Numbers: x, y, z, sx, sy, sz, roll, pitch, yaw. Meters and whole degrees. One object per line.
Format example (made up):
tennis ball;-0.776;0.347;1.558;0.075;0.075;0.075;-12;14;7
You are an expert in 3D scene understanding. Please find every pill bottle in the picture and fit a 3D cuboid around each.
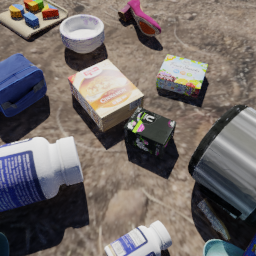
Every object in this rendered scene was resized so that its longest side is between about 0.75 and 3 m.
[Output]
pill bottle;0.278;2.958;6.861;1.508;0.902;0.902;-25;58;-17
pill bottle;-2.782;1.198;7.620;2.899;1.735;1.735;-13;55;-9

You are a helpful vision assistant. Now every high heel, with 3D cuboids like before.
high heel;0.816;-5.110;12.632;1.324;0.928;2.754;-40;59;-13

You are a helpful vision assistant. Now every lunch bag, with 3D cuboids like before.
lunch bag;-3.938;-1.409;9.699;1.378;1.415;2.083;36;62;23

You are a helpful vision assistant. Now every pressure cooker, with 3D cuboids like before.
pressure cooker;3.334;1.102;7.162;2.552;2.591;2.901;-36;61;-27

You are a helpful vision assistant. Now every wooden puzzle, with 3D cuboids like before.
wooden puzzle;-4.437;-5.356;13.077;2.313;0.578;2.497;35;61;22

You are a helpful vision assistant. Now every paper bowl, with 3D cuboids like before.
paper bowl;-1.886;-3.875;11.776;1.814;0.943;1.814;0;54;0

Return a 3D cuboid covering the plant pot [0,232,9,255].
plant pot;-3.750;3.088;6.498;1.179;1.469;1.469;4;54;15

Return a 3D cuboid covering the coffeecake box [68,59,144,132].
coffeecake box;-0.794;-1.215;9.928;1.730;0.823;2.253;-30;60;-20

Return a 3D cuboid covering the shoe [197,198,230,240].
shoe;2.302;2.484;7.549;0.321;0.421;1.204;-29;53;0

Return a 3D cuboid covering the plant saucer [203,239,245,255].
plant saucer;2.623;3.495;5.987;2.522;0.346;2.522;28;17;-9

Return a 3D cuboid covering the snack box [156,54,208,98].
snack box;2.050;-2.003;10.660;1.648;0.558;1.390;19;57;12

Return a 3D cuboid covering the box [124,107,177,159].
box;0.701;0.132;8.935;1.367;0.850;1.015;24;58;16

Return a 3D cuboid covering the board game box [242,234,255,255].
board game box;3.430;3.170;6.945;0.870;0.290;1.293;38;52;24
